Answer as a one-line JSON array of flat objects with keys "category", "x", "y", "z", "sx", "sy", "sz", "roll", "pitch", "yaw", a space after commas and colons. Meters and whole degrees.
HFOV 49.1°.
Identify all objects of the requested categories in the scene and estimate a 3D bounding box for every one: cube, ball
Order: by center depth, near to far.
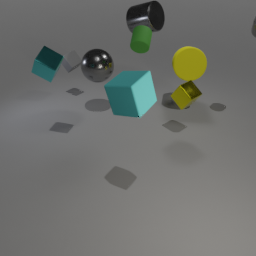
[{"category": "cube", "x": 0.066, "y": -0.703, "z": 5.699, "sx": 0.700, "sy": 0.700, "sz": 0.700, "roll": 8, "pitch": 39, "yaw": 36}, {"category": "cube", "x": -2.587, "y": -2.047, "z": 9.011, "sx": 0.700, "sy": 0.700, "sz": 0.700, "roll": 28, "pitch": 56, "yaw": -13}, {"category": "cube", "x": 2.170, "y": -1.232, "z": 10.429, "sx": 0.700, "sy": 0.700, "sz": 0.700, "roll": -28, "pitch": 76, "yaw": -35}, {"category": "ball", "x": -1.289, "y": -2.628, "z": 11.830, "sx": 1.400, "sy": 1.400, "sz": 1.400, "roll": 0, "pitch": 30, "yaw": 0}, {"category": "cube", "x": -2.770, "y": -3.255, "z": 13.677, "sx": 0.700, "sy": 0.700, "sz": 0.700, "roll": -42, "pitch": 10, "yaw": -28}]

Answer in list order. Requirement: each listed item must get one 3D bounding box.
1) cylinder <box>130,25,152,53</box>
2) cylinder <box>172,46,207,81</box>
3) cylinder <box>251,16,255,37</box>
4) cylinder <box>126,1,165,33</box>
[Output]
[{"category": "cylinder", "x": 0.471, "y": -3.158, "z": 10.006, "sx": 0.700, "sy": 0.700, "sz": 0.700, "roll": 7, "pitch": 68, "yaw": 11}, {"category": "cylinder", "x": 2.671, "y": -2.856, "z": 12.347, "sx": 1.400, "sy": 1.400, "sz": 1.400, "roll": 4, "pitch": 18, "yaw": 6}, {"category": "cylinder", "x": 4.784, "y": -3.640, "z": 9.906, "sx": 0.700, "sy": 0.700, "sz": 0.700, "roll": 11, "pitch": -8, "yaw": 18}, {"category": "cylinder", "x": 0.863, "y": -5.410, "z": 13.835, "sx": 1.400, "sy": 1.400, "sz": 1.400, "roll": 6, "pitch": 27, "yaw": 40}]
